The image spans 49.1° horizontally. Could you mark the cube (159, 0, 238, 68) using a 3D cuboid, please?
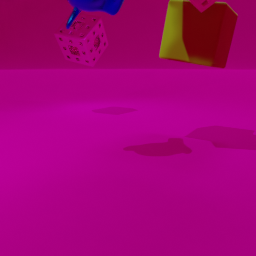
[{"bbox_3d":[1.651,-2.145,6.527,1.273,1.273,1.273,18,17,28],"label":"cube"}]

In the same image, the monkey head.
[{"bbox_3d":[-0.555,-2.686,4.785,1.202,1.994,1.434,9,33,-4],"label":"monkey head"}]

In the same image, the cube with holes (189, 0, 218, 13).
[{"bbox_3d":[1.378,-3.020,5.125,1.001,1.001,1.001,-31,-27,33],"label":"cube with holes"}]

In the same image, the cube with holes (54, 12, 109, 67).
[{"bbox_3d":[-1.663,-3.254,10.282,1.251,1.251,1.251,18,63,20],"label":"cube with holes"}]
